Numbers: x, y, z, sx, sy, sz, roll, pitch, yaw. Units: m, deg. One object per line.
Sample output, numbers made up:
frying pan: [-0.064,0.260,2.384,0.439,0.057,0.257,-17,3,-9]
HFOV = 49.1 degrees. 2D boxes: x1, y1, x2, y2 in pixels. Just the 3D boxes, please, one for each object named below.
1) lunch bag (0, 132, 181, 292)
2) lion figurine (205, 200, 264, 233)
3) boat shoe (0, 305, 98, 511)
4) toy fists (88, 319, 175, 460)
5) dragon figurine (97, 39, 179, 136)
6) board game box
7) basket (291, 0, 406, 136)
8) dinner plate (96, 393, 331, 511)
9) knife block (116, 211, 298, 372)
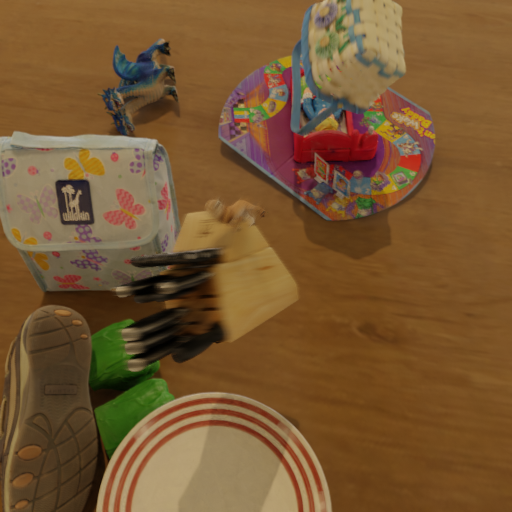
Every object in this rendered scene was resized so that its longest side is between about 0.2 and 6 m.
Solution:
lunch bag: [-2.801,-0.741,9.720,2.645,3.119,1.983,1,52,0]
lion figurine: [-0.235,-0.495,6.243,0.424,0.251,0.693,39,29,22]
boat shoe: [-3.195,2.531,8.438,1.293,1.272,3.470,17,62,-37]
toy fists: [-2.004,2.105,9.025,1.184,0.799,2.323,-22,57,-8]
dragon figurine: [-2.974,-4.545,13.942,1.862,1.102,3.744,-8,54,-7]
board game box: [1.636,-3.152,12.438,4.908,0.956,3.878,40,70,19]
basket: [1.486,-3.668,10.458,1.715,2.466,2.174,12,67,-29]
dinner plate: [-0.542,3.550,7.848,3.277,0.397,3.277,7,54,-10]
knife block: [-0.491,0.653,6.567,0.809,2.528,2.219,-4,53,28]
